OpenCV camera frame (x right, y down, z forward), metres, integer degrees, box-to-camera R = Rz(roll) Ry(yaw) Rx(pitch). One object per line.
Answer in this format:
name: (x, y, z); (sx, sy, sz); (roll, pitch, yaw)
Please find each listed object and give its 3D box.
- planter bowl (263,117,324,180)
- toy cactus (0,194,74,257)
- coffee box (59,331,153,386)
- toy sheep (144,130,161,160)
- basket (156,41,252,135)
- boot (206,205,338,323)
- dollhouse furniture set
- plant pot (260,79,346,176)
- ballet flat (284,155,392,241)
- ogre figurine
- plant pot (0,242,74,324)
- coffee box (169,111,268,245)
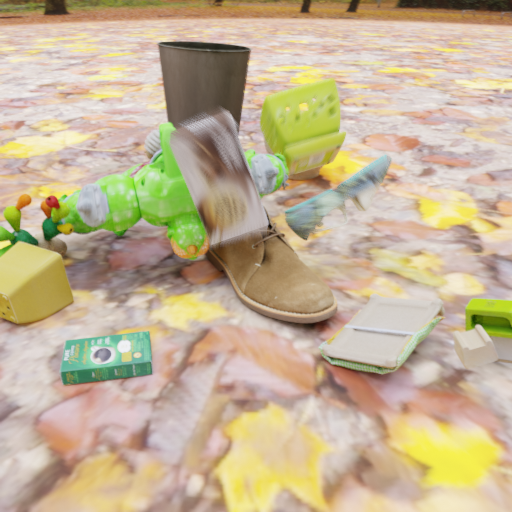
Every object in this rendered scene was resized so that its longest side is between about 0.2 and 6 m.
planter bowl: (1.067, -2.658, 13.950); (1.870, 1.258, 1.870); (1, 30, -1)
toy cactus: (-3.791, -0.203, 9.568); (1.050, 2.054, 1.695); (49, 7, 17)
coffee box: (-2.027, 1.383, 7.658); (1.189, 0.261, 0.731); (-6, 29, -11)
toy sheep: (-2.070, -2.398, 11.861); (0.569, 0.825, 0.569); (30, 17, -10)
basket: (-1.340, -3.778, 14.161); (2.642, 2.930, 1.993); (25, 33, 38)
boot: (0.109, -0.032, 9.249); (1.212, 1.242, 3.292); (-16, 34, -30)
dollhouse furniture set: (2.560, 1.436, 7.366); (3.115, 1.203, 1.557); (1, 30, 44)
plant pot: (1.031, -2.639, 11.894); (1.548, 1.412, 1.556); (-17, -9, -5)
ballet flat: (1.477, -0.917, 9.382); (2.057, 0.763, 0.763); (-30, 32, 1)
ogre figurine: (-1.471, -1.147, 9.931); (4.526, 2.220, 2.713); (7, 5, -11)
plant pot: (-3.584, 0.502, 8.651); (0.939, 0.945, 0.967); (15, 39, 25)
coffee box: (-0.536, -1.143, 8.258); (0.944, 1.670, 0.666); (-18, 26, 2)
